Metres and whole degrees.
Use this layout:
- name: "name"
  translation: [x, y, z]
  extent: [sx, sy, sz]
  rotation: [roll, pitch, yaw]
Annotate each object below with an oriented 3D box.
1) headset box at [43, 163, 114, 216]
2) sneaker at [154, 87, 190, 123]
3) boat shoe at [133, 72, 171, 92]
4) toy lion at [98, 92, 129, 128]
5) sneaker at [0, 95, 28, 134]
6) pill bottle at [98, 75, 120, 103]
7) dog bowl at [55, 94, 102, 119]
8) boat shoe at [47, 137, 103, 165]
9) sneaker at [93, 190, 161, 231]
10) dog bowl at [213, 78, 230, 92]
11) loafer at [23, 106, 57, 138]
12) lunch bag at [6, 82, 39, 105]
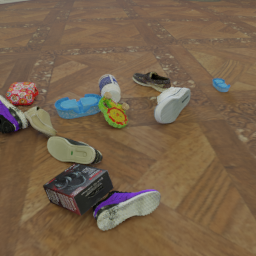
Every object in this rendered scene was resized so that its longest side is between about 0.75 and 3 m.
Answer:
- name: "headset box"
  translation: [-1.364, 1.687, 7.942]
  extent: [1.720, 0.664, 1.280]
  rotation: [3, 28, 45]
- name: "sneaker"
  translation: [1.714, -1.006, 12.117]
  extent: [1.052, 1.085, 2.972]
  rotation: [10, 26, 30]
- name: "boat shoe"
  translation: [1.236, -2.517, 14.352]
  extent: [2.368, 0.767, 0.852]
  rotation: [29, 44, 35]
- name: "toy lion"
  translation: [-0.600, -0.660, 11.477]
  extent: [1.420, 0.488, 1.361]
  rotation: [33, 41, -9]
- name: "sneaker"
  translation: [-5.379, -0.529, 11.356]
  extent: [2.659, 0.924, 1.323]
  rotation: [26, 43, 32]
- name: "pill bottle"
  translation: [-0.858, -1.813, 13.218]
  extent: [0.917, 0.917, 1.585]
  rotation: [-7, 35, -9]
- name: "dog bowl"
  translation: [-2.127, -0.945, 12.322]
  extent: [2.083, 0.516, 1.161]
  rotation: [-12, 36, -16]
- name: "boat shoe"
  translation: [-1.911, 0.812, 9.793]
  extent: [2.198, 0.789, 0.743]
  rotation: [12, 0, 28]
- name: "sneaker"
  translation: [-0.081, 2.041, 7.875]
  extent: [1.995, 0.693, 0.992]
  rotation: [-14, 25, -23]
- name: "dog bowl"
  translation: [4.739, -2.185, 14.309]
  extent: [0.636, 0.283, 1.141]
  rotation: [-7, 36, -10]
- name: "loafer"
  translation: [-3.393, -0.311, 10.975]
  extent: [2.176, 0.823, 0.743]
  rotation: [33, 81, 39]
- name: "lunch bag"
  translation: [-4.910, -1.656, 13.237]
  extent: [1.345, 0.626, 1.527]
  rotation: [-2, 35, -3]
